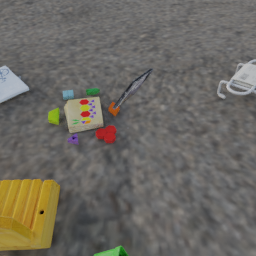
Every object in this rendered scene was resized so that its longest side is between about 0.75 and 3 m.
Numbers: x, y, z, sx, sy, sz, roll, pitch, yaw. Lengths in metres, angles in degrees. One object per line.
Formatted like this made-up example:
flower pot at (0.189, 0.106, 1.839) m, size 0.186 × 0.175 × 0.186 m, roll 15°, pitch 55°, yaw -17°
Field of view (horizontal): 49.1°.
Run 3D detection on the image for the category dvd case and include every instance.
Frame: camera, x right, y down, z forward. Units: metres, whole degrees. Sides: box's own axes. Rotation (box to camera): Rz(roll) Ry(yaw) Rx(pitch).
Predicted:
dvd case at (0.099, -0.672, 4.708) m, size 0.068 × 0.632 × 0.850 m, roll 43°, pitch 35°, yaw 2°

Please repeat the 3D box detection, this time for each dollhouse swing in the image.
dollhouse swing at (-2.877, 1.438, 5.584) m, size 2.424 × 2.131 × 2.203 m, roll -2°, pitch 45°, yaw -1°

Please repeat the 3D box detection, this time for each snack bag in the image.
snack bag at (-4.696, -1.398, 9.838) m, size 1.944 × 0.221 × 2.062 m, roll -33°, pitch 53°, yaw -29°

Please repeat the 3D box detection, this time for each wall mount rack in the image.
wall mount rack at (4.332, -1.311, 9.333) m, size 2.150 × 0.922 × 2.474 m, roll 28°, pitch 51°, yaw 30°

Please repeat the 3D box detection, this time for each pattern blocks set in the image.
pattern blocks set at (-1.376, -0.433, 8.852) m, size 2.224 × 0.205 × 2.531 m, roll -1°, pitch 44°, yaw -1°

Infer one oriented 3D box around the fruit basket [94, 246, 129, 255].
fruit basket at (-0.022, 2.918, 4.995) m, size 1.386 × 1.000 × 1.386 m, roll -13°, pitch 40°, yaw 12°
